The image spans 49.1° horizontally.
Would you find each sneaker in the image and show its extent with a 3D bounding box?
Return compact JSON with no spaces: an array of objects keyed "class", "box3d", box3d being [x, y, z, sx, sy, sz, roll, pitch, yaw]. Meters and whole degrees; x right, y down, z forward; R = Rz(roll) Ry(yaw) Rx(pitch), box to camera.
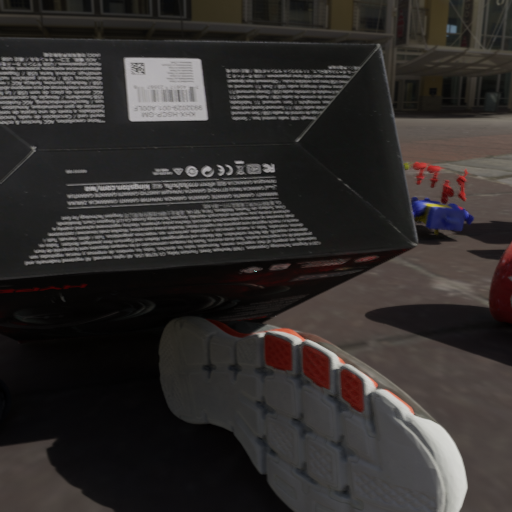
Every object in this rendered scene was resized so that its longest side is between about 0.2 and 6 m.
[{"class":"sneaker","box3d":[0.362,0.906,3.902,1.104,1.039,2.695,-1,11,-38]}]

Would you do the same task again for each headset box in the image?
[{"class":"headset box","box3d":[-0.855,-0.177,4.745,2.763,1.434,3.713,-4,-13,-15]}]

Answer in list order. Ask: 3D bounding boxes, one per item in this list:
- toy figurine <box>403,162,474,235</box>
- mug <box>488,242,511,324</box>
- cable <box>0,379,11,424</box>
[{"class":"toy figurine","box3d":[2.981,-0.903,9.599,2.136,1.127,1.280,4,22,-16]},{"class":"mug","box3d":[3.410,0.407,5.615,1.366,1.027,1.539,-16,26,-34]},{"class":"cable","box3d":[-2.596,1.233,4.072,1.286,0.400,1.576,-1,18,14]}]
